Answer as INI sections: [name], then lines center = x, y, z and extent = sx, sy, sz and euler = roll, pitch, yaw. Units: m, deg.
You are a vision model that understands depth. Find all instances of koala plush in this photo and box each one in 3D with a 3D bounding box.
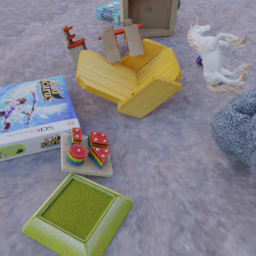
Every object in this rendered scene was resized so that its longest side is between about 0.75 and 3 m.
[koala plush]
center = 3.259, 0.578, 6.058
extent = 2.539, 2.450, 2.763
euler = -8, 42, 9

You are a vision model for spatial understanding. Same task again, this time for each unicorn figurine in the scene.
[unicorn figurine]
center = 2.127, -1.798, 6.795
extent = 0.779, 2.110, 1.449
euler = -11, 11, -43

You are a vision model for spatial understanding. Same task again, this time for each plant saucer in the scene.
[plant saucer]
center = -1.046, 1.768, 5.977
extent = 1.796, 0.431, 1.799
euler = 20, 46, 20

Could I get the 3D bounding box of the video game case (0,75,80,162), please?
[video game case]
center = -2.883, -0.413, 8.223
extent = 2.533, 0.635, 2.794
euler = -13, 44, -15

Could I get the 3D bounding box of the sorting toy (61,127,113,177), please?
[sorting toy]
center = -0.993, 0.543, 6.972
extent = 1.251, 0.435, 1.244
euler = 12, 37, -24

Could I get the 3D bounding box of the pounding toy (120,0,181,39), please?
[pounding toy]
center = 1.141, -5.538, 12.588
extent = 2.989, 2.752, 2.125
euler = -6, 52, -4

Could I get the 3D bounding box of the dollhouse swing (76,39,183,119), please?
[dollhouse swing]
center = -0.013, -1.969, 8.623
extent = 2.273, 2.199, 2.502
euler = -37, 34, 26

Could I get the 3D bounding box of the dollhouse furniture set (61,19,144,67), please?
[dollhouse furniture set]
center = -0.841, -3.365, 10.291
extent = 2.782, 1.449, 2.813
euler = -15, 25, 4

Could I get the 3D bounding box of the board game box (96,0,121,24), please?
[board game box]
center = -0.416, -6.086, 14.565
extent = 1.521, 0.473, 2.015
euler = 29, 50, 28

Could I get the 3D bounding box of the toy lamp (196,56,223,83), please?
[toy lamp]
center = 3.048, -2.159, 10.289
extent = 0.457, 0.457, 1.569
euler = -13, 44, -14
